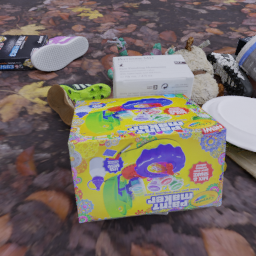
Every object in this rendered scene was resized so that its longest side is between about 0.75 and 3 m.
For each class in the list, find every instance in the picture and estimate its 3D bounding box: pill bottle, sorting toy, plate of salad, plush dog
[{"bbox_3d":[5.027,-1.799,9.086,1.555,1.555,2.733,-28,69,-30],"label":"pill bottle"},{"bbox_3d":[3.230,0.541,7.651,2.996,0.401,2.232,-17,42,-20],"label":"sorting toy"},{"bbox_3d":[3.444,-0.077,7.759,2.883,0.692,2.883,3,34,-2],"label":"plate of salad"},{"bbox_3d":[2.276,-1.694,9.574,2.458,1.972,2.111,-13,66,-13],"label":"plush dog"}]

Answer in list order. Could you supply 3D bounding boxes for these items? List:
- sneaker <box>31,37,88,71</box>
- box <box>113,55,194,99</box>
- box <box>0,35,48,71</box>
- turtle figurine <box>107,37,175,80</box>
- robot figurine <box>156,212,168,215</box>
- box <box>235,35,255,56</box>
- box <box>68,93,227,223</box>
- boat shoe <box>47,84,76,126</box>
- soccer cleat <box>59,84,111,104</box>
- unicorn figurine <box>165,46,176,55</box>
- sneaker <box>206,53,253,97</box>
[{"bbox_3d":[-3.217,-3.220,11.963,1.633,1.038,2.865,18,36,31],"label":"sneaker"},{"bbox_3d":[0.609,-0.867,8.065,2.053,2.064,1.349,-4,39,-5],"label":"box"},{"bbox_3d":[-4.973,-3.361,12.302,2.589,0.648,2.608,-3,40,-2],"label":"box"},{"bbox_3d":[0.241,-2.434,10.469,2.955,1.488,2.212,-20,57,-26],"label":"turtle figurine"},{"bbox_3d":[0.582,1.617,6.195,0.963,0.544,0.816,1,-2,10],"label":"robot figurine"},{"bbox_3d":[5.700,-2.809,11.144,1.982,1.250,2.016,-15,41,-21],"label":"box"},{"bbox_3d":[0.258,0.434,6.207,2.772,1.691,2.669,-5,22,-6],"label":"box"},{"bbox_3d":[-1.946,-0.648,8.817,0.655,0.653,1.815,-42,60,0],"label":"boat shoe"},{"bbox_3d":[-1.650,-1.178,9.638,2.166,0.731,0.878,-2,9,7],"label":"soccer cleat"},{"bbox_3d":[1.783,-2.835,11.527,1.484,1.019,0.548,31,38,12],"label":"unicorn figurine"},{"bbox_3d":[4.070,-2.118,10.492,1.306,0.960,2.888,-9,38,-7],"label":"sneaker"}]
